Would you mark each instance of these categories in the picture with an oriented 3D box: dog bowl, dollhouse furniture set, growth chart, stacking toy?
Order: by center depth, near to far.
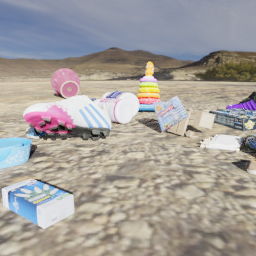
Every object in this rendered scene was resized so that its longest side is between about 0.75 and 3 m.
[{"bbox_3d":[-3.248,0.651,6.599,1.955,0.485,1.090,-11,16,-39],"label":"dog bowl"},{"bbox_3d":[2.914,0.415,8.495,1.210,0.148,1.673,7,14,31],"label":"growth chart"},{"bbox_3d":[1.933,-0.250,9.830,0.820,0.960,1.851,10,6,-44],"label":"dollhouse furniture set"},{"bbox_3d":[1.066,-2.148,14.467,1.403,2.556,1.483,1,1,7],"label":"stacking toy"}]

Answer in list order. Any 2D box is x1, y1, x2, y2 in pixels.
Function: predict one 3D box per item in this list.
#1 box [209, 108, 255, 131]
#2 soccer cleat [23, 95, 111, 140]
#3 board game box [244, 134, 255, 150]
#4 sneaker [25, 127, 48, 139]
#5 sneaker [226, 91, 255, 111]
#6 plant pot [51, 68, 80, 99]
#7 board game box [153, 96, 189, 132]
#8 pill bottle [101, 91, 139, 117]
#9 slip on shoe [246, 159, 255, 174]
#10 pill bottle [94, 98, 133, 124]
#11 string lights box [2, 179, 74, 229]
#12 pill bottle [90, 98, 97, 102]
[{"bbox_3d":[4.609,-0.402,11.347,1.705,0.493,2.145,-6,13,-19],"label":"box"},{"bbox_3d":[-1.652,-0.434,7.998,1.021,1.262,2.924,-20,-21,34],"label":"soccer cleat"},{"bbox_3d":[4.126,0.414,7.430,1.915,0.591,1.916,-3,13,-18],"label":"board game box"},{"bbox_3d":[-3.108,0.133,9.352,0.502,0.434,1.157,-3,3,16],"label":"sneaker"},{"bbox_3d":[5.645,-1.080,12.804,0.872,1.247,2.507,-7,14,-30],"label":"sneaker"},{"bbox_3d":[-4.590,-3.195,21.218,2.181,2.181,1.953,-5,29,-22],"label":"plant pot"},{"bbox_3d":[1.347,-0.580,9.518,1.042,1.042,0.321,-37,-12,38],"label":"board game box"},{"bbox_3d":[-0.451,-1.161,13.386,1.183,1.183,2.044,-7,14,-29],"label":"pill bottle"},{"bbox_3d":[3.052,0.796,6.352,0.984,0.298,0.374,-7,14,-30],"label":"slip on shoe"},{"bbox_3d":[-0.718,-0.750,11.811,1.772,1.005,1.005,8,14,44],"label":"pill bottle"},{"bbox_3d":[-1.459,1.174,4.499,1.123,0.331,0.577,9,15,36],"label":"string lights box"},{"bbox_3d":[-2.037,-1.425,16.016,0.578,0.578,1.033,1,13,5],"label":"pill bottle"}]
